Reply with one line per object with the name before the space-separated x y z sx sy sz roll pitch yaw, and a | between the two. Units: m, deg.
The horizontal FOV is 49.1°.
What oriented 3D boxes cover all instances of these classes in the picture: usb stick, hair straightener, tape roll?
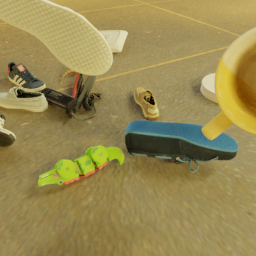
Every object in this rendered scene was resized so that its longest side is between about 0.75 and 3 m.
usb stick | -2.342 -0.976 9.334 1.909 0.311 0.529 23 63 43
hair straightener | -1.400 -1.182 9.642 1.125 0.598 2.923 2 37 3
tape roll | 3.654 -1.451 10.202 1.956 0.357 1.956 1 36 0

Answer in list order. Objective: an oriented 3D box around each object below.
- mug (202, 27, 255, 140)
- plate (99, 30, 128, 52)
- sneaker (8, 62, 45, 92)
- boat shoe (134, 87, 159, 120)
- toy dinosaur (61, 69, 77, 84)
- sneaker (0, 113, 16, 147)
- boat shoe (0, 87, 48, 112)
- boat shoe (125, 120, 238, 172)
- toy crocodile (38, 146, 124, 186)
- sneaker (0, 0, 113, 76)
mug | 1.866 -0.649 4.015 1.709 1.369 1.403 -9 6 25
plate | -1.104 -4.304 13.690 1.924 0.311 1.919 2 47 12
sneaker | -3.895 -1.970 10.520 1.919 0.811 0.719 23 43 27
boat shoe | 0.646 -1.006 9.347 0.634 0.673 1.768 -11 38 -14
toy dinosaur | -2.176 -2.395 11.327 1.773 0.536 0.942 -26 45 -30
sneaker | -3.788 -0.086 8.137 1.742 0.658 1.003 13 41 20
boat shoe | -3.608 -1.050 9.391 1.938 0.690 0.676 9 38 12
boat shoe | 1.326 0.436 7.264 2.795 0.960 1.176 12 30 13
toy crocodile | -1.123 0.938 6.839 2.185 0.675 0.737 -22 2 -25
sneaker | -1.508 -2.305 6.525 2.883 1.045 1.644 36 15 -5
